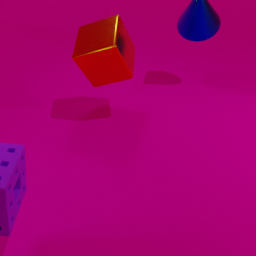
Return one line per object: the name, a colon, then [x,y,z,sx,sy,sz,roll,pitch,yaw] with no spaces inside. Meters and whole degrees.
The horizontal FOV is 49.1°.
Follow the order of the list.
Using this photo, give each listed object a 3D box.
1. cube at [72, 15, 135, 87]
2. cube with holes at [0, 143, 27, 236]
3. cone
cube: [-0.639,-2.177,8.083,1.308,1.308,1.308,-9,56,21]
cube with holes: [-2.022,0.823,3.941,0.909,0.909,0.909,6,31,-7]
cone: [2.368,-3.995,9.345,1.537,1.542,1.537,-4,69,11]
